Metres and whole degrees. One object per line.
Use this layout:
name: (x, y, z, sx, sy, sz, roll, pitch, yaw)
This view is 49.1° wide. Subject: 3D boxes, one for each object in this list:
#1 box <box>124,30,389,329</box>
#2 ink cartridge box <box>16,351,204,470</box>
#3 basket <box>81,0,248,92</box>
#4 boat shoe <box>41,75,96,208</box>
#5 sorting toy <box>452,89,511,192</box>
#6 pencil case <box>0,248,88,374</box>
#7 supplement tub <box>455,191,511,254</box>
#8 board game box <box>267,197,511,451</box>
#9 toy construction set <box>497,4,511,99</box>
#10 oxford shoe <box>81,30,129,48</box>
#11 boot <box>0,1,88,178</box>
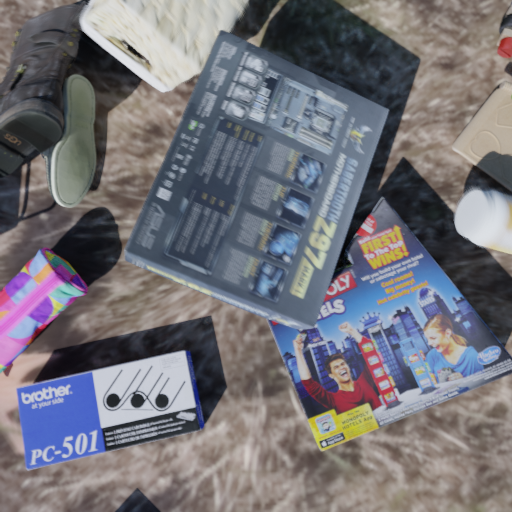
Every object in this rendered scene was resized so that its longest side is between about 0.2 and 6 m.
box: (0.062, -1.042, 8.020, 2.761, 0.893, 3.501, 22, 79, -9)
ink cartridge box: (-2.237, 2.368, 8.720, 2.660, 0.588, 1.250, -12, 79, -2)
basket: (-1.197, -4.307, 8.974, 1.859, 1.691, 2.742, 35, 81, -31)
boat shoe: (-3.248, -1.892, 9.415, 0.744, 0.839, 2.245, -3, 85, 33)
sorting toy: (4.583, -2.189, 9.659, 1.533, 0.305, 2.074, 38, 86, 11)
pencil case: (-3.835, 1.038, 8.720, 1.112, 1.112, 2.516, 43, 82, 7)
supplement tub: (3.824, -0.519, 8.745, 1.183, 0.854, 0.854, 14, 80, -16)
board game box: (1.826, 0.891, 8.763, 3.156, 0.973, 3.154, -22, 78, 0)
toy construction set: (5.595, -4.081, 9.412, 2.196, 2.383, 2.858, 17, 57, -15)
oxford shoe: (-2.289, -4.062, 9.607, 1.936, 0.817, 0.703, 6, 69, 20)
boot: (-4.013, -2.793, 9.395, 3.002, 1.039, 2.614, -13, 60, 23)
